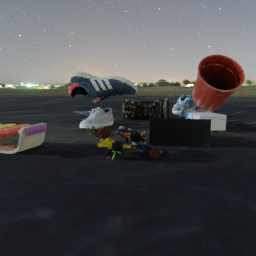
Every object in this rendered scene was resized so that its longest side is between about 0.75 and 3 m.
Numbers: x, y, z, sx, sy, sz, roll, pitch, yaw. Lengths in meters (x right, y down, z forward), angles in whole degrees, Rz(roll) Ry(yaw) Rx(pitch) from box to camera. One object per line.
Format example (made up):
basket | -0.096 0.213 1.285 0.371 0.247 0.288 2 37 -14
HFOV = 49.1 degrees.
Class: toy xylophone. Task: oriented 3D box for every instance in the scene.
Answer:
toy xylophone | -3.644 0.243 7.505 2.769 0.696 2.028 2 9 12

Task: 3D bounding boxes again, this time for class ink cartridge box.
ink cartridge box | 3.071 -0.288 11.184 1.088 0.638 1.485 -1 9 -9

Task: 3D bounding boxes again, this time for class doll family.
doll family | -0.048 0.343 6.797 1.956 0.767 1.131 0 3 -20

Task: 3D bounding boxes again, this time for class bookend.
bookend | 1.570 0.005 8.748 1.738 0.800 1.727 2 9 9

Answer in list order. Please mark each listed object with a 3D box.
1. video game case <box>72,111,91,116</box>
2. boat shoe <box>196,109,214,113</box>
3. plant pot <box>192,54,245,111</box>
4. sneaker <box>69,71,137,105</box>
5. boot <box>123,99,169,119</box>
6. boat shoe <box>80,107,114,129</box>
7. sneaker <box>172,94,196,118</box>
video game case | -2.256 -0.906 16.914 1.833 0.174 1.310 -4 10 -32
boat shoe | 4.573 -0.907 16.479 1.026 0.383 0.476 10 3 30
plant pot | 3.367 -1.634 10.975 1.743 1.743 1.695 -1 -29 -4
sneaker | -1.129 -1.530 12.066 2.994 1.265 1.122 8 -23 10
boot | 0.856 -0.912 13.802 2.239 1.088 2.974 1 5 2
boat shoe | -1.229 -0.446 11.625 0.866 0.824 2.405 4 10 26
sneaker | 3.308 -1.333 16.115 1.110 1.234 2.859 -1 9 -6
